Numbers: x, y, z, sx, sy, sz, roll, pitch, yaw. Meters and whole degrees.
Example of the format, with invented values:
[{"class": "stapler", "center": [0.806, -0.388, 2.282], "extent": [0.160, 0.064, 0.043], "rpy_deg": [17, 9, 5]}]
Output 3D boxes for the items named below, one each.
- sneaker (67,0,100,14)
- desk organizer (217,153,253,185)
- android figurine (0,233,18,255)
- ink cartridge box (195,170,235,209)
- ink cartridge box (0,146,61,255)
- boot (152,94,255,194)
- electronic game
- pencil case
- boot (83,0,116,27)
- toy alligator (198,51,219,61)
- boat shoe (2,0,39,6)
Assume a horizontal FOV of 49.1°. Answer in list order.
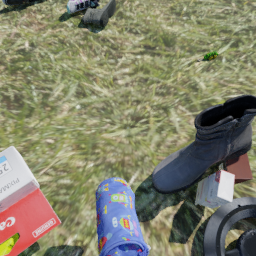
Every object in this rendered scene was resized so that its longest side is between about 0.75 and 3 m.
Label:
[{"class": "sneaker", "center": [-1.528, -4.645, 10.439], "extent": [1.014, 0.564, 1.450], "rpy_deg": [27, 64, 15]}, {"class": "desk organizer", "center": [2.733, 0.685, 7.419], "extent": [0.623, 0.581, 1.619], "rpy_deg": [1, 61, -2]}, {"class": "android figurine", "center": [-3.655, 2.414, 6.422], "extent": [2.582, 0.582, 2.836], "rpy_deg": [-36, 64, -19]}, {"class": "ink cartridge box", "center": [2.034, 1.497, 6.649], "extent": [0.381, 1.130, 0.658], "rpy_deg": [21, 62, -5]}, {"class": "ink cartridge box", "center": [-3.090, 1.888, 6.093], "extent": [2.482, 0.555, 2.187], "rpy_deg": [-34, 61, -18]}, {"class": "boot", "center": [1.621, 0.340, 6.395], "extent": [2.820, 1.856, 0.984], "rpy_deg": [-32, 55, -2]}, {"class": "electronic game", "center": [2.912, 2.767, 6.258], "extent": [2.444, 0.508, 2.444], "rpy_deg": [-1, 61, 1]}, {"class": "pencil case", "center": [-0.152, 1.672, 5.010], "extent": [0.833, 0.748, 1.918], "rpy_deg": [-1, 22, -9]}, {"class": "boot", "center": [-1.067, -4.341, 10.344], "extent": [0.944, 0.489, 1.445], "rpy_deg": [15, 60, 15]}, {"class": "toy alligator", "center": [2.712, -2.428, 9.383], "extent": [0.792, 0.215, 0.235], "rpy_deg": [-18, 62, -10]}, {"class": "boat shoe", "center": [-3.840, -5.035, 10.642], "extent": [1.819, 0.624, 0.515], "rpy_deg": [-28, 65, -17]}]
